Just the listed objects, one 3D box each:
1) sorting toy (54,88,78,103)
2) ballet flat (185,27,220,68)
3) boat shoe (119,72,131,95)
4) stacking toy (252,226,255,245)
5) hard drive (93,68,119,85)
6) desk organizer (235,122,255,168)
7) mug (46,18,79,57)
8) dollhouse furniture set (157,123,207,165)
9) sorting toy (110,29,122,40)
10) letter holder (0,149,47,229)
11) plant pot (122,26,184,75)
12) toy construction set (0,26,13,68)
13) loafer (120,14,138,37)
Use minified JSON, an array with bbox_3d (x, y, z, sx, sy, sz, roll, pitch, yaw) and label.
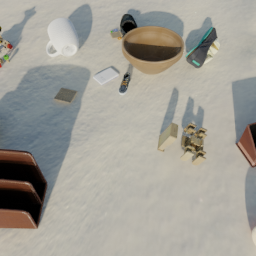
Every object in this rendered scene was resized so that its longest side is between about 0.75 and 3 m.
[{"bbox_3d":[-2.531,-1.318,11.403,0.729,0.144,0.787,14,48,11],"label":"sorting toy"},{"bbox_3d":[3.557,-3.605,12.792,1.077,1.077,2.949,25,49,19],"label":"ballet flat"},{"bbox_3d":[-0.151,-1.850,11.603,0.362,0.465,1.024,12,52,10],"label":"boat shoe"},{"bbox_3d":[4.104,2.885,7.739,1.216,0.888,0.888,-16,51,-37],"label":"stacking toy"},{"bbox_3d":[-0.958,-2.245,12.145,0.930,0.118,0.614,-34,59,-24],"label":"hard drive"},{"bbox_3d":[5.350,0.252,9.477,2.945,1.134,1.056,-14,53,-11],"label":"desk organizer"},{"bbox_3d":[-3.086,-3.970,12.954,1.698,1.254,1.489,-32,62,13],"label":"mug"},{"bbox_3d":[1.884,0.541,9.635,1.436,0.954,1.259,23,51,-10],"label":"dollhouse furniture set"},{"bbox_3d":[-0.593,-4.653,14.084,0.549,0.133,0.974,-17,53,-8],"label":"sorting toy"},{"bbox_3d":[-4.028,1.674,7.718,2.948,2.095,1.482,1,51,0],"label":"letter holder"},{"bbox_3d":[1.056,-3.210,12.211,2.659,1.227,2.659,0,51,1],"label":"plant pot"},{"bbox_3d":[-6.073,-3.804,12.561,1.553,1.431,1.862,-23,55,-18],"label":"toy construction set"},{"bbox_3d":[0.087,-4.908,13.752,0.914,0.944,2.691,-3,51,-3],"label":"loafer"}]
